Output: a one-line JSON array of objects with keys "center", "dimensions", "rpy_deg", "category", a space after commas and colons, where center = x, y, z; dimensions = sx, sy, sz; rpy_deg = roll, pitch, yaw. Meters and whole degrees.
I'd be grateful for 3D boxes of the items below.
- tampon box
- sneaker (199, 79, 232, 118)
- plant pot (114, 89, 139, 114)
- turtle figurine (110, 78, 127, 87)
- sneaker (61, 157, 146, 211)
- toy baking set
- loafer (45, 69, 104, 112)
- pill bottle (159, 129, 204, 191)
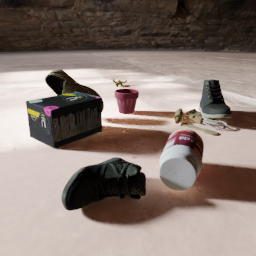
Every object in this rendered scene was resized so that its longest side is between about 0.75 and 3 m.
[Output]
[{"center": [-2.135, -0.370, 9.589], "dimensions": [1.545, 1.301, 2.061], "rpy_deg": [17, 26, 39], "category": "tampon box"}, {"center": [3.497, -1.233, 11.452], "dimensions": [0.996, 1.415, 2.664], "rpy_deg": [1, 15, -3], "category": "sneaker"}, {"center": [-0.056, -1.160, 12.288], "dimensions": [1.079, 0.965, 1.079], "rpy_deg": [0, 19, 0], "category": "plant pot"}, {"center": [-0.618, -2.921, 18.111], "dimensions": [1.140, 0.367, 0.919], "rpy_deg": [6, 27, -2], "category": "turtle figurine"}, {"center": [-0.377, 1.201, 5.965], "dimensions": [1.170, 0.781, 2.043], "rpy_deg": [7, 15, 38], "category": "sneaker"}, {"center": [2.841, -0.378, 11.066], "dimensions": [2.073, 0.314, 2.701], "rpy_deg": [6, 21, 18], "category": "toy baking set"}, {"center": [-2.234, -1.351, 11.206], "dimensions": [2.836, 1.073, 0.968], "rpy_deg": [33, 27, 15], "category": "loafer"}, {"center": [1.334, 0.742, 6.917], "dimensions": [0.996, 0.996, 1.744], "rpy_deg": [6, 20, 16], "category": "pill bottle"}]
